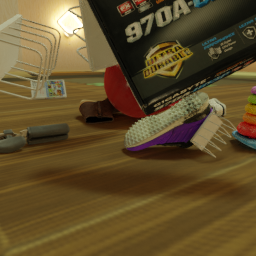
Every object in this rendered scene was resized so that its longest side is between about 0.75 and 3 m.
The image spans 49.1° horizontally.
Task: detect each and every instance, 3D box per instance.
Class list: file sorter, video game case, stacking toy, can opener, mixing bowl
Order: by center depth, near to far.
[{"bbox_3d":[-1.815,-1.263,4.979,0.876,0.976,1.407,15,32,-9],"label":"file sorter"},{"bbox_3d":[1.828,0.162,5.941,0.542,0.781,0.486,35,3,-43],"label":"file sorter"},{"bbox_3d":[3.263,-0.634,6.586,1.248,2.150,1.180,0,14,-1],"label":"stacking toy"},{"bbox_3d":[-2.248,0.289,6.744,1.786,0.476,0.597,-7,49,-30],"label":"can opener"},{"bbox_3d":[-0.613,-3.126,7.310,1.752,2.525,1.572,-21,41,-20],"label":"file sorter"},{"bbox_3d":[0.284,-1.475,9.883,2.985,2.985,1.617,-18,-22,-51],"label":"mixing bowl"},{"bbox_3d":[-4.189,-2.036,14.757,1.731,0.156,1.239,-5,55,-18],"label":"video game case"}]

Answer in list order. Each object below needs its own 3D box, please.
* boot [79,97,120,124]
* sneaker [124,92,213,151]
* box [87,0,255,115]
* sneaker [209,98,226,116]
[{"bbox_3d":[-0.699,-0.562,9.853,1.969,0.712,1.638,-3,27,-18],"label":"boot"},{"bbox_3d":[0.990,0.143,6.363,2.141,1.065,0.744,-27,34,11],"label":"sneaker"},{"bbox_3d":[1.060,-1.876,4.745,2.905,2.309,0.668,-26,-12,3],"label":"box"},{"bbox_3d":[3.164,-0.788,10.646,0.582,0.552,1.445,-11,14,-5],"label":"sneaker"}]
